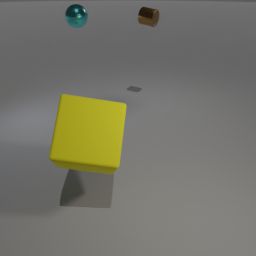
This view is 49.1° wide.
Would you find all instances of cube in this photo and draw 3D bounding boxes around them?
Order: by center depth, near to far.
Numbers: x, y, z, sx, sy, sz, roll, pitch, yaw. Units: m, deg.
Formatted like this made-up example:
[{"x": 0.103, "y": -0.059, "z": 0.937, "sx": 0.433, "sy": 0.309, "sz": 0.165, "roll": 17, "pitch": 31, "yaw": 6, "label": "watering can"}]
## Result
[{"x": -0.876, "y": 0.212, "z": 6.340, "sx": 1.400, "sy": 1.400, "sz": 1.400, "roll": 8, "pitch": -15, "yaw": -6, "label": "cube"}]

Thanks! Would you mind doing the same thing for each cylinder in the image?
[{"x": 0.886, "y": -4.753, "z": 11.977, "sx": 0.700, "sy": 0.700, "sz": 0.700, "roll": 23, "pitch": 35, "yaw": 22, "label": "cylinder"}]

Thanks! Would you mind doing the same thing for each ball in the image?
[{"x": -1.605, "y": -3.492, "z": 8.749, "sx": 0.700, "sy": 0.700, "sz": 0.700, "roll": 0, "pitch": 28, "yaw": 0, "label": "ball"}]
